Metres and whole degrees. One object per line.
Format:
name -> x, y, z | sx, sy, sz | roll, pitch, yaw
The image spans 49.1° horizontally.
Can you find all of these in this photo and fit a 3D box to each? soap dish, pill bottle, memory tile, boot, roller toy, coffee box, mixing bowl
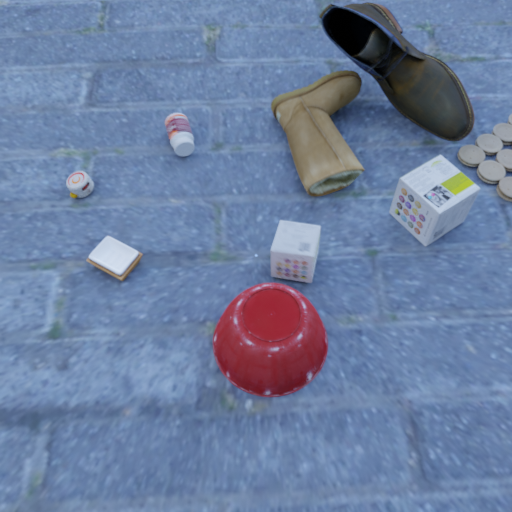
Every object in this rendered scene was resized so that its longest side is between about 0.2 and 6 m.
soap dish -> -2.569, 0.064, 10.214 | 0.809, 0.329, 0.637 | 26, 61, 16
pill bottle -> -1.601, -2.548, 11.810 | 0.496, 0.496, 0.869 | -14, 58, -9
memory tile -> 5.449, -2.101, 11.712 | 2.182, 0.183, 1.673 | -32, 63, -20
boot -> 1.626, -2.566, 11.680 | 2.185, 0.825, 2.495 | -23, 58, 1
roller toy -> -3.498, -1.408, 11.152 | 0.464, 0.355, 0.508 | -12, 57, 6
coffee box -> 0.704, -0.073, 10.002 | 0.757, 0.750, 0.758 | 9, 50, 9
coffee box -> 3.301, -1.036, 10.489 | 1.054, 1.052, 1.042 | -31, 62, -18
boot -> 2.800, -3.788, 11.576 | 1.851, 1.427, 3.820 | -16, 64, -47
mixing bowl -> 0.232, 1.168, 9.076 | 1.952, 1.057, 1.952 | 0, 56, 0
